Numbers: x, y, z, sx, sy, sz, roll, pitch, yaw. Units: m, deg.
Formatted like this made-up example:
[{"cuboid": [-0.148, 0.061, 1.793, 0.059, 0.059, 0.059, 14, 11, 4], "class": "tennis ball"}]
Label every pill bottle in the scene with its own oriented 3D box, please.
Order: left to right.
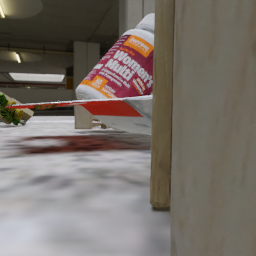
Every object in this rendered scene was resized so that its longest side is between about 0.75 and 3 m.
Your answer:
[{"cuboid": [0.091, -1.182, 5.796, 1.267, 2.313, 1.267, 34, -15, 11], "class": "pill bottle"}]

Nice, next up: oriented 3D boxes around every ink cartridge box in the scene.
[{"cuboid": [0.067, -0.104, 3.825, 2.932, 0.837, 2.383, -11, 6, -18], "class": "ink cartridge box"}]

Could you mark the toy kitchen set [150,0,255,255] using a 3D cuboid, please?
[{"cuboid": [1.240, -0.701, 1.322, 2.179, 1.970, 2.415, 1, 3, 10], "class": "toy kitchen set"}]

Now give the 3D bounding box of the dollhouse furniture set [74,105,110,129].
[{"cuboid": [-0.794, -0.332, 7.174, 0.766, 0.654, 1.478, 0, 3, 7], "class": "dollhouse furniture set"}]

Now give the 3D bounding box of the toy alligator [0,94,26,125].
[{"cuboid": [-3.186, -0.343, 7.655, 0.555, 0.402, 1.675, 10, -26, 9], "class": "toy alligator"}]

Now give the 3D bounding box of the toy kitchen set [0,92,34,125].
[{"cuboid": [-3.610, -0.207, 8.161, 1.163, 1.049, 0.949, 35, -58, -29], "class": "toy kitchen set"}]
